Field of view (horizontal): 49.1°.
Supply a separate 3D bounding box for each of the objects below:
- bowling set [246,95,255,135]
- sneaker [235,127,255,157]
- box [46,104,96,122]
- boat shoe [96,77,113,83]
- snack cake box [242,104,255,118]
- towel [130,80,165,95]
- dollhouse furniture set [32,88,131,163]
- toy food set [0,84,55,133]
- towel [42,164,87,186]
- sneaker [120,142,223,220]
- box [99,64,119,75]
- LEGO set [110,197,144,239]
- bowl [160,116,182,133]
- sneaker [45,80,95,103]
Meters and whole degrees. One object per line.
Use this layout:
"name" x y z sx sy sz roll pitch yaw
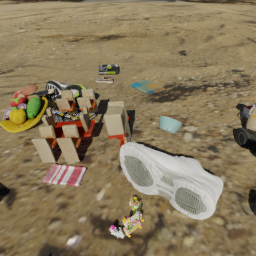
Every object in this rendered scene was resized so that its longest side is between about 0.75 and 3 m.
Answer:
"bowling set" 5.484 -0.239 8.848 2.848 1.529 1.982 -9 31 -15
"sneaker" 3.953 0.455 8.790 0.637 0.533 1.404 -3 36 -24
"box" -2.102 -0.503 10.484 1.453 0.358 1.160 16 35 25
"boat shoe" -1.165 -2.409 13.844 0.872 0.260 0.313 4 30 7
"snack cake box" 5.015 -0.620 10.649 1.111 0.373 0.639 -13 35 -22
"towel" 0.912 -1.891 13.071 1.039 0.154 1.417 -20 37 -31
"dollhouse furniture set" -1.314 0.002 8.864 2.611 1.360 2.640 -3 38 11
"toy food set" -3.860 -0.970 10.378 1.534 0.852 2.608 -5 39 10
"towel" -1.714 1.278 7.657 1.030 0.117 0.742 5 31 8
"sneaker" 1.071 1.137 7.166 2.836 1.105 1.409 30 34 27
"box" -1.041 -3.178 15.170 1.062 0.261 1.100 -3 31 0
"LEGO set" 0.094 1.902 6.244 0.556 0.450 1.208 13 33 21
"bowl" 1.404 -0.079 9.495 0.785 0.410 0.785 20 -5 2
"sneaker" -2.493 -1.459 11.798 2.492 0.921 1.009 15 10 30
